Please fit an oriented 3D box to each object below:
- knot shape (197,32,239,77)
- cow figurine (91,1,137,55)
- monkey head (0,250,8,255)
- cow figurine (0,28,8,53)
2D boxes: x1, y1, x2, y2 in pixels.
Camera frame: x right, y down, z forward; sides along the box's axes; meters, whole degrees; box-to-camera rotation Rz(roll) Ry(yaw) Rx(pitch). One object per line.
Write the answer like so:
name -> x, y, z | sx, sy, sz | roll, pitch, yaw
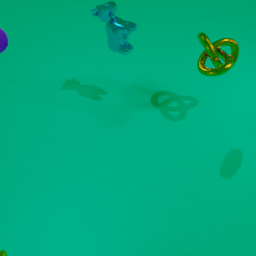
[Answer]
knot shape -> 2.606, -2.092, 7.995 | 1.369, 0.676, 1.463 | -4, 70, -24
cow figurine -> -0.448, -2.915, 8.172 | 1.372, 1.394, 0.765 | 21, 37, 15
monkey head -> -1.720, 1.502, 2.983 | 1.021, 0.855, 1.419 | 0, 50, -40
cow figurine -> -2.935, -1.959, 5.747 | 1.340, 0.736, 1.319 | 23, 30, 8
